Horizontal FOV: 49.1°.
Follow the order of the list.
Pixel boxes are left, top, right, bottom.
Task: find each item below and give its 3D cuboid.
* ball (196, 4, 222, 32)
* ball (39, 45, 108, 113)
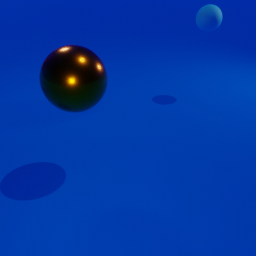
[{"bbox_3d":[2.550,-3.456,8.823,0.800,0.800,0.800,0,31,0],"label":"ball"},{"bbox_3d":[-1.026,-0.928,5.342,1.270,1.270,1.270,0,31,0],"label":"ball"}]
